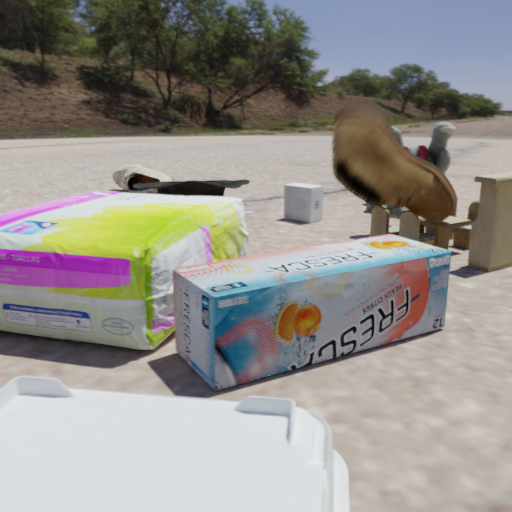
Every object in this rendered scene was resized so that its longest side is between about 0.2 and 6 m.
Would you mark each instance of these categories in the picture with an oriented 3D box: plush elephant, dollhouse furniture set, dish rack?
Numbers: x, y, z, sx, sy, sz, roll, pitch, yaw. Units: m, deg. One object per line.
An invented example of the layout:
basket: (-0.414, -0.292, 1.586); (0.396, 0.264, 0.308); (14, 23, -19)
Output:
plush elephant: (3.150, -1.716, 11.508); (1.506, 1.829, 1.416); (9, 32, 23)
dollhouse furniture set: (3.681, -0.820, 10.509); (2.109, 1.599, 2.406); (-10, 18, -32)
dish rack: (-0.951, 1.569, 3.608); (3.113, 0.678, 2.672); (3, 15, 8)

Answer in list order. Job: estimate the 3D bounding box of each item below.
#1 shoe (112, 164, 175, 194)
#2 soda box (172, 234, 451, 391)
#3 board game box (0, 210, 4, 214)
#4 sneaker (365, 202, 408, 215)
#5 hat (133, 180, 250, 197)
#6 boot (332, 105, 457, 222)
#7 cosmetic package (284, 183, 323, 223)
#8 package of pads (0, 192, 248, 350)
shoe: (-3.713, -2.439, 17.829); (2.505, 0.876, 0.669); (11, 14, 29)
soda box: (0.740, 0.524, 6.633); (3.309, 1.052, 1.131); (-9, 18, -28)
board game box: (-4.764, -0.115, 9.120); (1.587, 0.964, 1.991); (-12, 20, -37)
sneaker: (3.289, -1.601, 14.915); (0.925, 0.831, 2.142); (-7, 16, -12)
hat: (-1.493, -1.206, 12.968); (2.728, 1.101, 2.728); (-1, 7, 0)
boot: (2.321, -1.165, 9.515); (3.127, 1.180, 1.151); (30, -27, -35)
cosmetic package: (1.152, -1.301, 13.670); (0.859, 0.856, 0.528); (14, 20, 41)
package of pads: (-1.986, -0.069, 8.210); (3.077, 1.358, 3.983); (4, 16, 14)
